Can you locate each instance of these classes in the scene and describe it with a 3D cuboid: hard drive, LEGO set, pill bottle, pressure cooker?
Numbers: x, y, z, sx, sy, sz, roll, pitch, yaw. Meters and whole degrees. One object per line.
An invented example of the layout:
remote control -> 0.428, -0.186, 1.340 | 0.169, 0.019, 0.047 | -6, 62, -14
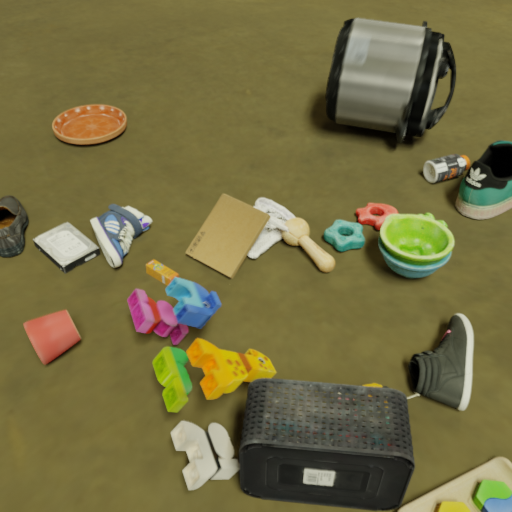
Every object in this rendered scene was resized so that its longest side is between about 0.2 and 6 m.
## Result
hard drive -> -3.722, -0.182, 10.987 | 0.810, 0.219, 1.159 | -33, 50, -32
LEGO set -> -0.628, 1.562, 8.267 | 1.376, 1.279, 3.352 | 20, 30, -41
pill bottle -> 4.380, -2.025, 12.819 | 1.001, 0.532, 0.532 | -16, 44, -17
pressure cooker -> 3.343, -4.298, 13.722 | 2.945, 2.590, 2.630 | 11, 33, 11

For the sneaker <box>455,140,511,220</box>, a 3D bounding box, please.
sneaker -> 5.683, -1.941, 12.144 | 3.246, 1.297, 1.159 | -28, 49, -28

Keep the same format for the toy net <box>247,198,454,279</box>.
toy net -> 1.497, -0.676, 11.047 | 4.504, 0.870, 2.363 | 10, 43, 12

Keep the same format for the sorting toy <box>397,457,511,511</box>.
sorting toy -> 2.905, 3.464, 6.779 | 1.846, 0.337, 1.709 | -19, 45, -19

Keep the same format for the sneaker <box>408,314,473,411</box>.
sneaker -> 2.863, 1.512, 8.756 | 0.866, 0.617, 1.746 | 13, 47, 7

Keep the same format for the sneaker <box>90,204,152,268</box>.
sneaker -> -2.534, -0.472, 10.993 | 1.129, 0.621, 1.542 | -22, 41, -17

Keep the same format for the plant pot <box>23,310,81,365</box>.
plant pot -> -3.212, 1.249, 8.907 | 0.669, 0.756, 0.756 | -27, 48, -19

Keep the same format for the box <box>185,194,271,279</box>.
box -> -0.548, -0.396, 10.734 | 1.161, 0.151, 1.420 | 27, 80, 27

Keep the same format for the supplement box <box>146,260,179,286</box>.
supplement box -> -1.745, 0.327, 10.406 | 0.674, 0.232, 0.224 | 26, 45, 29

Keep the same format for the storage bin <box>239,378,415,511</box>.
storage bin -> 0.859, 2.422, 7.156 | 2.054, 1.388, 0.963 | 3, 42, 4

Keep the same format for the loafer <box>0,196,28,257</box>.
loafer -> -4.997, -0.760, 11.306 | 0.654, 0.649, 1.796 | -16, 43, -15

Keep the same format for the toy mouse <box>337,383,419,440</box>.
toy mouse -> 1.571, 2.348, 8.042 | 1.295, 0.251, 1.151 | 10, 44, 22

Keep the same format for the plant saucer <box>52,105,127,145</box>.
plant saucer -> -4.297, -3.376, 14.530 | 1.865, 0.301, 1.865 | 1, 42, 0
